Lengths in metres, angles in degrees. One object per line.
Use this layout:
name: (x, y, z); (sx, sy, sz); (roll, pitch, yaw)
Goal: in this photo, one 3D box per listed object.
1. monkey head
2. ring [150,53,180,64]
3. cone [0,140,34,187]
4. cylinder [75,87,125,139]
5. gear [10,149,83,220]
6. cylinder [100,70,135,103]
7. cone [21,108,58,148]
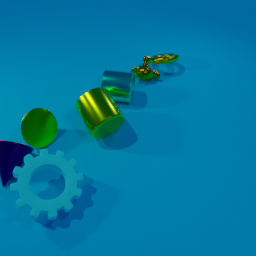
monkey head: (0.603, -2.033, 9.647); (1.082, 0.778, 0.652); (8, 29, -14)
ring: (1.301, -2.512, 10.116); (1.127, 0.225, 1.127); (-6, 21, 2)
cone: (-3.000, 0.949, 7.014); (1.052, 1.052, 1.056); (5, 73, 5)
cylinder: (-0.780, -0.407, 7.761); (1.043, 1.043, 1.043); (-25, 68, -21)
gear: (-1.798, 1.243, 6.300); (1.537, 0.284, 1.537); (8, 62, -16)
cylinder: (-0.304, -1.319, 8.850); (0.943, 0.943, 0.943); (8, 47, 7)
cone: (-2.756, -0.037, 7.930); (1.088, 1.084, 1.084); (4, 39, 43)
